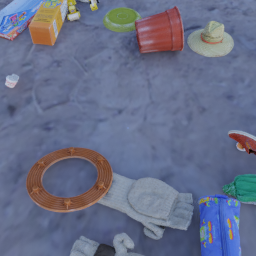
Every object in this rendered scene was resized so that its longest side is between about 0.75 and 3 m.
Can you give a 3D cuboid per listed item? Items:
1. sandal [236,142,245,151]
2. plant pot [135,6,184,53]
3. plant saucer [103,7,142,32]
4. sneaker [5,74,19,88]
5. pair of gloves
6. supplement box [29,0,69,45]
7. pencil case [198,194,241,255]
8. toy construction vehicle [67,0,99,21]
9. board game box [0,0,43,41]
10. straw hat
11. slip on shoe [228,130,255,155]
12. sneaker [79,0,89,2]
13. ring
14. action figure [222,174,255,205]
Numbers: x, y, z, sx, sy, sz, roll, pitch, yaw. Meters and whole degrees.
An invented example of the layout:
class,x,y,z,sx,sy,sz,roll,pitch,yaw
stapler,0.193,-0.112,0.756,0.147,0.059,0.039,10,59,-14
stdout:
class,x,y,z,sx,sy,sz,roll,pitch,yaw
sandal,3.505,0.465,7.933,0.829,0.238,0.318,0,53,0
plant pot,1.086,-3.444,10.159,1.531,1.574,1.574,-11,54,2
plant saucer,-0.231,-4.595,11.710,1.664,0.259,1.664,0,52,0
sneaker,-3.826,-1.482,9.139,0.319,0.443,0.848,33,12,-17
pair of gloves,0.142,2.429,6.281,2.518,0.519,2.962,8,48,12
supplement box,-3.109,-4.441,11.222,0.855,0.884,2.570,6,52,2
pencil case,1.975,2.583,5.851,0.945,1.052,2.422,5,53,5
toy construction vehicle,-2.071,-5.465,11.968,1.601,0.648,1.839,-11,55,5
board game box,-4.617,-4.782,11.827,1.510,0.285,2.934,19,55,15
straw hat,3.226,-3.595,10.629,1.881,0.796,1.881,0,53,-1
slip on shoe,3.182,0.451,7.295,1.379,0.511,0.422,35,88,41
sneaker,-2.161,-6.345,12.636,1.695,0.886,0.638,33,58,21
ring,-1.446,1.157,6.996,2.134,0.205,2.134,0,37,0
action figure,3.429,1.570,6.904,2.107,0.576,1.245,4,54,11
